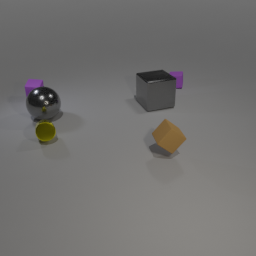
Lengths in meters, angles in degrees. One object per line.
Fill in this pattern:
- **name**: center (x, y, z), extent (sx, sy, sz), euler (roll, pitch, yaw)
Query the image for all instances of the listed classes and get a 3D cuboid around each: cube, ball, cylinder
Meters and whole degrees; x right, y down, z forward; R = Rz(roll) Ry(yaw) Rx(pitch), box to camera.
- **cube**: center (2.587, -2.603, 15.097), extent (0.700, 0.700, 0.700), euler (2, 31, 15)
- **cube**: center (-4.483, -1.870, 13.472), extent (0.700, 0.700, 0.700), euler (4, 40, -3)
- **cube**: center (1.324, 0.265, 9.102), extent (0.700, 0.700, 0.700), euler (32, 18, -27)
- **ball**: center (-3.500, -1.018, 11.623), extent (1.400, 1.400, 1.400), euler (0, 29, 0)
- **cube**: center (1.262, -1.751, 12.898), extent (1.400, 1.400, 1.400), euler (-11, 31, -17)
- **cylinder**: center (-3.013, 0.076, 10.201), extent (0.700, 0.700, 0.700), euler (-10, 13, -17)
